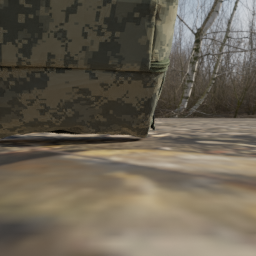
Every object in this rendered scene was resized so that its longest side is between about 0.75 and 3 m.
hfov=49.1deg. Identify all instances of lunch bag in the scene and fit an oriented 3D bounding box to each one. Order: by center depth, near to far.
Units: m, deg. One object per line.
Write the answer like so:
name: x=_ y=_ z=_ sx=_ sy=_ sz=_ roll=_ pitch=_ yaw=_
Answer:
lunch bag: x=-0.757 y=-0.806 z=3.669 sx=2.471 sy=2.073 sz=1.722 roll=1 pitch=27 yaw=-8
